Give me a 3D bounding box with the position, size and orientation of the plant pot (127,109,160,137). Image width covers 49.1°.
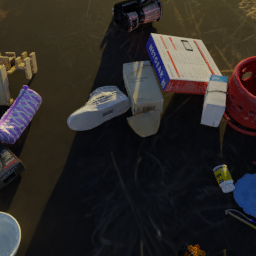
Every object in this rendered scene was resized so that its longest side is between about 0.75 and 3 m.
[{"bbox_3d":[0.654,-0.141,10.097,1.209,1.209,0.811,-18,94,-13],"label":"plant pot"}]

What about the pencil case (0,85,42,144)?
[{"bbox_3d":[-4.054,-0.499,10.336,0.951,0.969,2.266,8,55,16],"label":"pencil case"}]

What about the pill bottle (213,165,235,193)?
[{"bbox_3d":[3.120,1.647,9.083,0.459,0.459,0.803,-9,54,-7],"label":"pill bottle"}]

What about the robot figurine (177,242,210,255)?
[{"bbox_3d":[1.691,3.796,7.557,0.957,0.384,1.320,20,57,14],"label":"robot figurine"}]

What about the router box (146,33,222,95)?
[{"bbox_3d":[2.336,-2.687,11.687,2.566,0.698,2.859,1,52,-20],"label":"router box"}]

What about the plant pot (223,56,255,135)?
[{"bbox_3d":[4.636,-1.004,9.987,2.327,2.119,2.327,0,54,0],"label":"plant pot"}]

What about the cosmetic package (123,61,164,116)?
[{"bbox_3d":[0.563,-1.604,11.244,1.178,0.832,2.275,-10,55,-7],"label":"cosmetic package"}]

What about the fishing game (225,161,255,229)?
[{"bbox_3d":[4.121,2.122,8.765,1.557,0.338,2.174,22,61,28],"label":"fishing game"}]

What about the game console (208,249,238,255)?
[{"bbox_3d":[2.085,4.852,6.853,2.529,1.674,2.876,-33,55,13],"label":"game console"}]

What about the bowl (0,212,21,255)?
[{"bbox_3d":[-3.704,3.236,7.752,1.618,0.727,1.618,0,53,0],"label":"bowl"}]

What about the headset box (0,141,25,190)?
[{"bbox_3d":[-4.310,1.250,9.284,1.593,0.597,1.184,36,62,23],"label":"headset box"}]

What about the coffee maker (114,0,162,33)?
[{"bbox_3d":[0.348,-5.863,14.199,2.109,1.421,2.026,-26,36,-19],"label":"coffee maker"}]

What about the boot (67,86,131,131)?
[{"bbox_3d":[-1.258,-0.827,10.740,2.567,0.944,1.227,-21,48,-23],"label":"boot"}]

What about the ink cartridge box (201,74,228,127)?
[{"bbox_3d":[3.159,-1.002,10.257,0.658,1.130,1.563,11,53,10],"label":"ink cartridge box"}]

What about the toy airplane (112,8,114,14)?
[{"bbox_3d":[-0.450,-6.266,14.805,0.834,0.591,0.837,-26,58,-17],"label":"toy airplane"}]

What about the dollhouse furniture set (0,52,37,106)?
[{"bbox_3d":[-5.083,-2.140,11.616,2.009,1.523,2.293,3,32,2],"label":"dollhouse furniture set"}]
